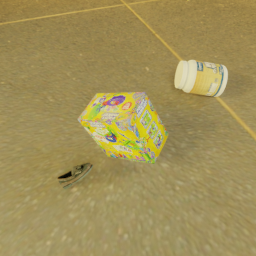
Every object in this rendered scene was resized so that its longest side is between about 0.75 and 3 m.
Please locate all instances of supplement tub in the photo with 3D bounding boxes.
[{"bbox_3d":[2.324,-1.609,9.014,1.439,1.041,1.041,8,45,-7],"label":"supplement tub"}]

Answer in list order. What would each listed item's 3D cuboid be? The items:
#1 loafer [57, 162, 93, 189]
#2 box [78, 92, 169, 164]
[{"bbox_3d":[-1.278,1.089,6.594,0.342,1.087,0.391,45,30,-13],"label":"loafer"},{"bbox_3d":[-0.090,-0.012,6.805,1.545,1.488,0.942,5,52,39],"label":"box"}]
